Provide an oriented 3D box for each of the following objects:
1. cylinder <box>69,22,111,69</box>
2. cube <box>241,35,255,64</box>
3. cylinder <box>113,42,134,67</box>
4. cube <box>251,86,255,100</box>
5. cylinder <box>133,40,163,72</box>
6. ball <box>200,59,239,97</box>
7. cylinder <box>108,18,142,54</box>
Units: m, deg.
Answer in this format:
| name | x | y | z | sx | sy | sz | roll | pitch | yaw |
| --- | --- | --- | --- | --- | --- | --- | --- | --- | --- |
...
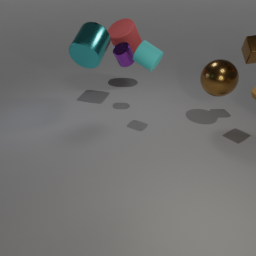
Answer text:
| name | x | y | z | sx | sy | sz | roll | pitch | yaw |
| --- | --- | --- | --- | --- | --- | --- | --- | --- | --- |
| cylinder | -1.616 | -3.517 | 11.954 | 1.400 | 1.400 | 1.400 | 10 | 59 | 17 |
| cube | 4.492 | -2.767 | 9.833 | 0.700 | 0.700 | 0.700 | -7 | 67 | 4 |
| cylinder | -0.149 | -2.874 | 10.991 | 0.700 | 0.700 | 0.700 | -11 | 55 | 17 |
| cube | 4.498 | -1.137 | 9.010 | 0.700 | 0.700 | 0.700 | 48 | 13 | 26 |
| cylinder | 0.622 | -2.235 | 8.710 | 0.700 | 0.700 | 0.700 | 36 | 37 | 6 |
| ball | 3.465 | -1.894 | 10.649 | 1.400 | 1.400 | 1.400 | 0 | 29 | 0 |
| cylinder | -0.119 | -4.469 | 14.043 | 1.400 | 1.400 | 1.400 | -12 | 54 | 17 |
